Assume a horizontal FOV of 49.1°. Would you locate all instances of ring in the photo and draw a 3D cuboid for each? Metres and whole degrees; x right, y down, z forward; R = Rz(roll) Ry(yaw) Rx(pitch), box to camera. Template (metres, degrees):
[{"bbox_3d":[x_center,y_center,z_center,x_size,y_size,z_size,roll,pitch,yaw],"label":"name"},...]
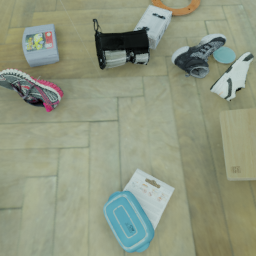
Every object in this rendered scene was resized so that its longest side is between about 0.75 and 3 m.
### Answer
[{"bbox_3d":[2.595,-7.028,15.330,2.680,0.257,2.680,0,61,-1],"label":"ring"}]

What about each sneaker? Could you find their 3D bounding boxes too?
[{"bbox_3d":[-4.272,-1.622,11.837,2.934,1.183,1.095,18,65,9],"label":"sneaker"},{"bbox_3d":[3.512,-3.199,12.815,2.751,1.038,1.565,-24,64,-6],"label":"sneaker"},{"bbox_3d":[4.803,-2.259,12.422,1.101,1.015,2.753,41,73,6],"label":"sneaker"}]

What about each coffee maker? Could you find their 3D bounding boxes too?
[{"bbox_3d":[-0.251,-3.786,12.471,2.242,2.154,1.510,-12,29,-15],"label":"coffee maker"}]

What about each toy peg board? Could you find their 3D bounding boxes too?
[{"bbox_3d":[5.086,0.768,10.642,2.816,1.383,2.828,-5,59,15],"label":"toy peg board"}]

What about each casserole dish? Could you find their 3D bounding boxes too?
[{"bbox_3d":[-0.043,3.123,9.399,1.303,0.417,2.151,-36,69,7],"label":"casserole dish"}]

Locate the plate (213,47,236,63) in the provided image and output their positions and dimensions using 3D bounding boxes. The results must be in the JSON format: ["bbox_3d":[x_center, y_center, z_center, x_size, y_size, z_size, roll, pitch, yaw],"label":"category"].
[{"bbox_3d":[4.607,-3.472,13.438,1.072,0.137,1.072,0,61,1],"label":"plate"}]

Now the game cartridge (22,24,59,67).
[{"bbox_3d":[-4.267,-4.054,13.596,1.604,0.492,2.409,-13,62,-3],"label":"game cartridge"}]

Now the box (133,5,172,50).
[{"bbox_3d":[1.219,-5.062,14.002,1.290,0.665,2.212,21,64,11],"label":"box"}]

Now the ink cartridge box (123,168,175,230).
[{"bbox_3d":[0.507,2.657,9.918,1.593,0.496,1.979,27,61,14],"label":"ink cartridge box"}]
